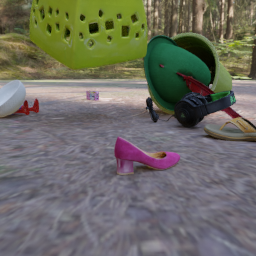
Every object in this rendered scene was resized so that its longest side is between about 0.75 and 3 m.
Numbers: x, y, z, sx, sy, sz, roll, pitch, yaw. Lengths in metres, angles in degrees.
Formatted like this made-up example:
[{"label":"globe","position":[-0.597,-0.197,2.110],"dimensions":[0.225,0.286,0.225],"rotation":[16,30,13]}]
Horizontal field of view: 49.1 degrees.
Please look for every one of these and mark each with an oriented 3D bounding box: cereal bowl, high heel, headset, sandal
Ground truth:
[{"label":"cereal bowl","position":[-3.758,-0.842,8.837],"dimensions":[1.390,0.579,1.390],"rotation":[-23,38,19]},{"label":"high heel","position":[0.313,0.336,4.143],"dimensions":[1.117,0.536,0.376],"rotation":[-5,13,-22]},{"label":"headset","position":[1.602,-0.640,7.362],"dimensions":[2.265,1.064,1.398],"rotation":[-17,9,26]},{"label":"sandal","position":[2.497,0.012,5.895],"dimensions":[1.719,0.464,0.690],"rotation":[6,13,28]}]

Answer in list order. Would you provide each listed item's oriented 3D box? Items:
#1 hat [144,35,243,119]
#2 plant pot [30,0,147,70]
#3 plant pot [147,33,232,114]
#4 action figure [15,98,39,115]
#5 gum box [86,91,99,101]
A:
[{"label":"hat","position":[2.187,-1.707,8.223],"dimensions":[2.469,2.805,2.323],"rotation":[-7,32,47]},{"label":"plant pot","position":[-0.998,-3.153,7.335],"dimensions":[2.495,2.264,2.483],"rotation":[-20,42,-37]},{"label":"plant pot","position":[2.491,-1.694,10.105],"dimensions":[2.684,2.684,2.549],"rotation":[10,3,40]},{"label":"action figure","position":[-4.534,-0.854,9.743],"dimensions":[2.843,0.735,0.930],"rotation":[1,17,17]},{"label":"gum box","position":[-1.737,-1.607,13.829],"dimensions":[0.258,0.443,0.781],"rotation":[-11,16,-43]}]
